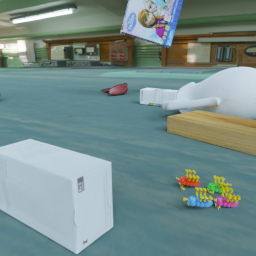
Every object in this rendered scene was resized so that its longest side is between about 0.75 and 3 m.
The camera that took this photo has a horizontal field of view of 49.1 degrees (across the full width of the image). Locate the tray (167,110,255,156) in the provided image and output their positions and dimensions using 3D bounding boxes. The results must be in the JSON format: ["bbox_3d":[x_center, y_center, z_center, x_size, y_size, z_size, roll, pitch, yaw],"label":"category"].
[{"bbox_3d":[2.298,0.035,6.536,1.263,0.474,2.562,-13,20,-40],"label":"tray"}]

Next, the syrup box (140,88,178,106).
[{"bbox_3d":[1.251,-1.191,10.888,1.498,0.610,0.590,9,17,30],"label":"syrup box"}]

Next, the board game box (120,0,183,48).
[{"bbox_3d":[0.954,-4.469,11.010,2.078,2.083,0.429,12,7,-13],"label":"board game box"}]

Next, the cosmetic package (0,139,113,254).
[{"bbox_3d":[-0.920,0.695,3.284,1.499,0.846,0.608,12,19,33],"label":"cosmetic package"}]

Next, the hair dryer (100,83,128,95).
[{"bbox_3d":[-0.697,-1.834,13.989,1.475,0.526,1.936,-16,9,6],"label":"hair dryer"}]

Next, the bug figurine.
[{"bbox_3d":[1.062,0.864,3.788,0.760,0.252,0.980,6,11,1],"label":"bug figurine"}]

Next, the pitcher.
[{"bbox_3d":[2.480,-0.807,7.923,2.231,1.577,2.601,-20,15,-38],"label":"pitcher"}]
